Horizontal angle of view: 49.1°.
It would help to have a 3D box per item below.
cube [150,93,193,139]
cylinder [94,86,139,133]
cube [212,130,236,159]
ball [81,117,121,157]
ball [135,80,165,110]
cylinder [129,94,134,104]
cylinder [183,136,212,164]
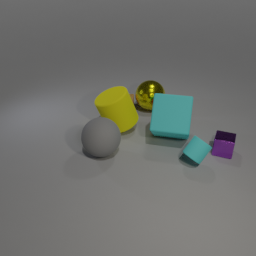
[{"bbox_3d":[1.663,-0.409,10.579,1.400,1.400,1.400,7,-7,12],"label":"cube"},{"bbox_3d":[-0.448,-0.742,11.332,1.400,1.400,1.400,-18,33,12],"label":"cylinder"},{"bbox_3d":[3.482,0.595,10.157,0.700,0.700,0.700,12,32,20],"label":"cube"},{"bbox_3d":[-0.949,0.321,9.896,1.400,1.400,1.400,0,30,0],"label":"ball"},{"bbox_3d":[1.038,-1.525,13.066,1.400,1.400,1.400,0,30,0],"label":"ball"},{"bbox_3d":[-0.076,-1.275,13.335,0.700,0.700,0.700,1,30,2],"label":"cylinder"},{"bbox_3d":[2.323,0.729,9.402,0.700,0.700,0.700,35,6,-4],"label":"cylinder"}]
